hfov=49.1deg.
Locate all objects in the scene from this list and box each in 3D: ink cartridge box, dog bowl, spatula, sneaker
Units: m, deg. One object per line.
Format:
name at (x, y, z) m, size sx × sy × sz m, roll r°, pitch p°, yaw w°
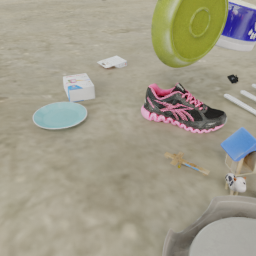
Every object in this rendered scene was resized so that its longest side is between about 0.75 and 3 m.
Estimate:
ink cartridge box at (-0.758, -3.083, 13.475) m, size 1.169 × 0.293 × 0.948 m, roll -27°, pitch 42°, yaw -23°
dog bowl at (1.970, 2.433, 4.335) m, size 2.961 × 0.868 × 2.961 m, roll 0°, pitch 32°, yaw 0°
spatula at (5.001, -0.709, 9.778) m, size 2.023 × 0.234 × 2.910 m, roll -21°, pitch 40°, yaw -21°
ink cartridge box at (-1.908, -1.577, 10.804) m, size 0.965 × 0.565 × 1.335 m, roll -12°, pitch 34°, yaw -17°
dog bowl at (2.635, -3.432, 8.548) m, size 2.910 × 1.146 × 2.910 m, roll 13°, pitch 32°, yaw -8°
sneaker at (1.748, -0.730, 8.833) m, size 2.770 × 1.321 × 1.094 m, roll 13°, pitch 33°, yaw 16°

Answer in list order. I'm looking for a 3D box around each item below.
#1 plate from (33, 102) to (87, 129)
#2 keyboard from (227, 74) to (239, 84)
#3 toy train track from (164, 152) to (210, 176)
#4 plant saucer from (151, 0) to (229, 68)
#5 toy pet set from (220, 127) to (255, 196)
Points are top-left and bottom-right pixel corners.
plate at (-2.224, -0.373, 9.269) m, size 1.767 × 0.226 × 1.767 m, roll -1°, pitch 33°, yaw 1°
keyboard at (4.562, -2.090, 12.058) m, size 0.399 × 0.152 × 0.766 m, roll -19°, pitch 31°, yaw 14°
toy train track at (1.500, 0.961, 7.265) m, size 1.214 × 0.197 × 0.696 m, roll 23°, pitch 32°, yaw 22°
plant saucer at (1.536, -2.426, 6.371) m, size 2.312 × 2.312 × 0.359 m, roll -21°, pitch 40°, yaw -29°
toy pet set at (3.189, 0.883, 6.556) m, size 1.988 × 1.056 × 1.856 m, roll -6°, pitch 34°, yaw -10°
